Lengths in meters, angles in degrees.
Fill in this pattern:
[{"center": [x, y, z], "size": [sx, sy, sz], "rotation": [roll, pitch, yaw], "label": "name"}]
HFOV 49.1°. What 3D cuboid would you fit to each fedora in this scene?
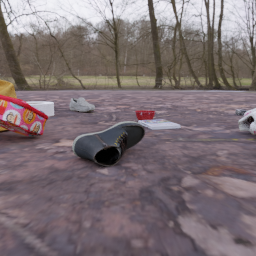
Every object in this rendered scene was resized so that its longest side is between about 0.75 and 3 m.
[{"center": [-4.686, -0.941, 9.478], "size": [2.929, 1.194, 2.929], "rotation": [14, 24, -7], "label": "fedora"}]

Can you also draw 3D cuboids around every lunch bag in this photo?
[{"center": [-3.417, -0.434, 7.608], "size": [2.035, 0.834, 1.793], "rotation": [14, -10, 18], "label": "lunch bag"}]

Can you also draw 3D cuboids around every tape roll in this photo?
[{"center": [-4.318, -0.870, 12.981], "size": [1.731, 0.605, 1.731], "rotation": [0, 10, 0], "label": "tape roll"}]

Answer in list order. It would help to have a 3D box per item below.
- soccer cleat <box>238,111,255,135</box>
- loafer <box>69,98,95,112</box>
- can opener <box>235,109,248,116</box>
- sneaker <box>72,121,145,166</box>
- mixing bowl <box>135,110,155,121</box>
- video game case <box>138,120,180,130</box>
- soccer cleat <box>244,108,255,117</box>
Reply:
[{"center": [4.048, 0.016, 7.622], "size": [1.056, 0.854, 2.446], "rotation": [-17, 11, -13], "label": "soccer cleat"}, {"center": [-2.456, -1.232, 14.746], "size": [0.727, 0.726, 2.081], "rotation": [-9, 13, -42], "label": "loafer"}, {"center": [5.536, -0.713, 13.095], "size": [0.999, 0.267, 0.334], "rotation": [8, 13, 35], "label": "can opener"}, {"center": [-0.169, 0.368, 5.913], "size": [1.784, 0.667, 0.947], "rotation": [-18, 23, -32], "label": "sneaker"}, {"center": [0.677, -0.447, 11.017], "size": [0.802, 0.434, 0.802], "rotation": [0, 10, 0], "label": "mixing bowl"}, {"center": [1.094, -0.136, 10.096], "size": [1.045, 0.132, 1.460], "rotation": [-3, 10, -16], "label": "video game case"}, {"center": [4.968, -0.568, 9.434], "size": [0.972, 1.201, 2.783], "rotation": [-2, 9, -11], "label": "soccer cleat"}]
